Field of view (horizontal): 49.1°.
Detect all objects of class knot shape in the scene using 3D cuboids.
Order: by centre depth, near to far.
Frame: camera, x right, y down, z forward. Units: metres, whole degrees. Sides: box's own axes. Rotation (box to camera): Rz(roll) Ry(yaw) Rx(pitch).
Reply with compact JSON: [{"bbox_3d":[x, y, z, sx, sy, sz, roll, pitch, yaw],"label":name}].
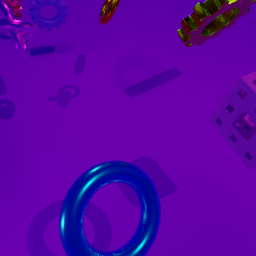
[{"bbox_3d":[-2.636,-2.190,6.123,1.261,1.347,0.623,38,71,-3],"label":"knot shape"}]

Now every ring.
[{"bbox_3d":[-0.228,1.479,4.666,1.875,0.375,1.875,2,87,-32],"label":"ring"},{"bbox_3d":[-0.517,-3.469,7.981,0.224,1.118,1.118,23,51,-25],"label":"ring"}]

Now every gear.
[{"bbox_3d":[-2.718,-3.122,6.545,0.197,1.065,1.065,-17,56,-25],"label":"gear"},{"bbox_3d":[2.280,-2.873,7.230,2.063,2.063,0.382,-26,81,-16],"label":"gear"},{"bbox_3d":[-2.555,-3.732,9.025,1.181,1.181,0.218,-14,57,-10],"label":"gear"}]

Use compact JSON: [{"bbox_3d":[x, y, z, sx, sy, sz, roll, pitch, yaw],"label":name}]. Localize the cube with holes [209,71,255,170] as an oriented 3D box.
[{"bbox_3d":[2.195,-0.207,4.407,1.060,1.060,1.060,-22,65,-25],"label":"cube with holes"}]
